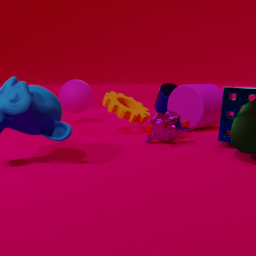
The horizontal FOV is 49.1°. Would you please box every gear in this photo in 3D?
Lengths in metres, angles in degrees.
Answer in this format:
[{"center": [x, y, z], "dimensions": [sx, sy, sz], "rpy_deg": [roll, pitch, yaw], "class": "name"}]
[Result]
[{"center": [-0.041, -0.563, 7.620], "dimensions": [1.299, 0.240, 1.299], "rpy_deg": [22, 22, -10], "class": "gear"}, {"center": [1.007, -0.012, 7.080], "dimensions": [1.080, 0.200, 1.080], "rpy_deg": [-9, 2, 0], "class": "gear"}]

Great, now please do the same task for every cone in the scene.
[{"center": [2.697, 0.183, 4.975], "dimensions": [1.180, 1.176, 1.176], "rpy_deg": [31, -1, -20], "class": "cone"}]

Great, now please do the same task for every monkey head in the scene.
[{"center": [0.873, 0.053, 6.087], "dimensions": [1.100, 0.663, 0.791], "rpy_deg": [-14, 30, 1], "class": "monkey head"}, {"center": [-1.763, -0.176, 4.756], "dimensions": [1.734, 1.248, 1.045], "rpy_deg": [26, -12, 42], "class": "monkey head"}]

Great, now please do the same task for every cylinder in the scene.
[{"center": [2.022, -0.633, 8.145], "dimensions": [1.259, 1.259, 1.259], "rpy_deg": [-8, 13, -40], "class": "cylinder"}, {"center": [1.555, -1.077, 10.734], "dimensions": [0.938, 0.938, 0.938], "rpy_deg": [7, 49, -8], "class": "cylinder"}]

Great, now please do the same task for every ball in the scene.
[{"center": [-1.699, -1.031, 9.178], "dimensions": [1.093, 1.093, 1.093], "rpy_deg": [0, 10, 0], "class": "ball"}]

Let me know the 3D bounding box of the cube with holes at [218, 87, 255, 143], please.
[{"center": [2.608, -0.272, 5.977], "dimensions": [1.113, 1.113, 1.113], "rpy_deg": [7, 8, 23], "class": "cube with holes"}]
